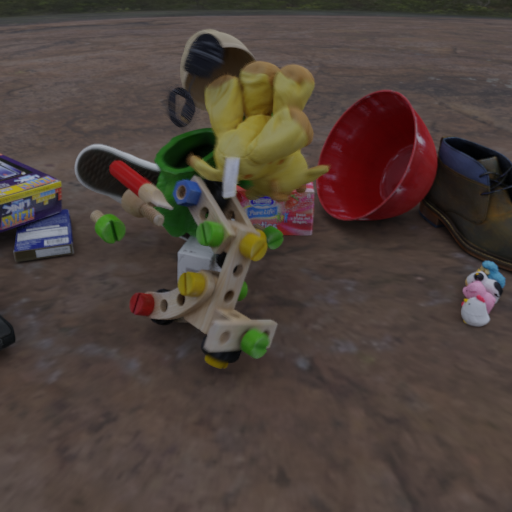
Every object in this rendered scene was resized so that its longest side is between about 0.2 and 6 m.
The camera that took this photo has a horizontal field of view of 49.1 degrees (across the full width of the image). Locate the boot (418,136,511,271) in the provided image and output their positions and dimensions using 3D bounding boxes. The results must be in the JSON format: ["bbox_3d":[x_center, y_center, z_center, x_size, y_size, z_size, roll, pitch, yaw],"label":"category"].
[{"bbox_3d":[4.510,-1.031,10.794,1.329,1.724,3.558,-14,33,-23],"label":"boot"}]

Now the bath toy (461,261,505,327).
[{"bbox_3d":[3.685,0.604,9.192,0.607,0.516,1.396,16,35,27],"label":"bath toy"}]

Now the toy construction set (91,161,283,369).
[{"bbox_3d":[-0.654,0.138,7.544,2.451,2.939,2.258,-49,47,-6],"label":"toy construction set"}]

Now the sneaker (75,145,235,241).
[{"bbox_3d":[-1.833,-1.250,10.897,3.284,1.196,1.390,28,4,-17],"label":"sneaker"}]

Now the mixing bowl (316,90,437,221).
[{"bbox_3d":[2.740,-1.881,11.879,1.515,2.798,2.798,18,18,-33],"label":"mixing bowl"}]

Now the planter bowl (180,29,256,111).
[{"bbox_3d":[-0.664,-2.967,8.654,1.189,1.189,0.800,-13,60,-21],"label":"planter bowl"}]

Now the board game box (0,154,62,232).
[{"bbox_3d":[-5.685,-1.194,11.024,2.290,0.786,2.771,25,31,23],"label":"board game box"}]

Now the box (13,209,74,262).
[{"bbox_3d":[-4.240,-0.444,11.223,1.055,0.282,1.742,-9,31,-15],"label":"box"}]

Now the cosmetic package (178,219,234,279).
[{"bbox_3d":[-0.843,-0.017,9.911,0.621,0.864,1.530,12,33,12],"label":"cosmetic package"}]

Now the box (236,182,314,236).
[{"bbox_3d":[0.110,-1.112,11.656,2.128,1.007,1.092,1,30,2],"label":"box"}]

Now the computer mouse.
[{"bbox_3d":[-0.826,-2.352,7.523,0.478,0.278,1.631,21,64,-8],"label":"computer mouse"}]

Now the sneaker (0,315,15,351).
[{"bbox_3d":[-4.800,0.711,8.676,1.251,1.190,3.157,-6,33,-41],"label":"sneaker"}]

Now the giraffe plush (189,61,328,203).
[{"bbox_3d":[0.227,-1.560,8.334,1.818,2.107,1.708,15,-8,31],"label":"giraffe plush"}]

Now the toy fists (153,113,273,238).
[{"bbox_3d":[-0.565,-1.663,9.787,1.154,1.710,3.355,20,51,25],"label":"toy fists"}]
